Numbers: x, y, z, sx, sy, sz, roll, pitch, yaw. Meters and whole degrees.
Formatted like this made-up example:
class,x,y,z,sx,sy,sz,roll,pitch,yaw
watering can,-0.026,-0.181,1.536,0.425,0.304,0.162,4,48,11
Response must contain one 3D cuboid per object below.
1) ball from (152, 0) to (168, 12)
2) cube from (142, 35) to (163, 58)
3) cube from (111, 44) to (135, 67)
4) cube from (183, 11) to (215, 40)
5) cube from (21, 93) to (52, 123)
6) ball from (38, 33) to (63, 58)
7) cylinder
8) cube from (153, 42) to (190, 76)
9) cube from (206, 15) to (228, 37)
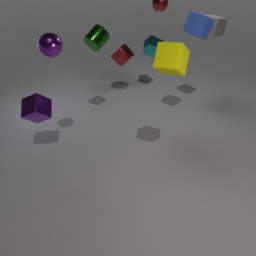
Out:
class,x,y,z,sx,sy,sz,roll,pitch,yaw
ball,1.389,-5.386,12.118,0.700,0.700,0.700,0,32,0
cube,1.209,-3.973,13.686,0.700,0.700,0.700,31,56,18
cube,-0.250,-3.456,13.332,0.700,0.700,0.700,47,36,-8
cube,2.483,-3.589,9.831,0.700,0.700,0.700,33,23,27
cube,-3.009,-0.643,9.223,0.700,0.700,0.700,-16,68,28
ball,-2.254,-2.407,8.152,0.700,0.700,0.700,0,32,0
cylinder,-1.151,-3.307,10.304,0.700,0.700,0.700,26,73,36
cube,1.175,-1.851,7.554,0.700,0.700,0.700,12,0,28
cube,3.452,-4.136,11.315,0.700,0.700,0.700,-17,39,-40
